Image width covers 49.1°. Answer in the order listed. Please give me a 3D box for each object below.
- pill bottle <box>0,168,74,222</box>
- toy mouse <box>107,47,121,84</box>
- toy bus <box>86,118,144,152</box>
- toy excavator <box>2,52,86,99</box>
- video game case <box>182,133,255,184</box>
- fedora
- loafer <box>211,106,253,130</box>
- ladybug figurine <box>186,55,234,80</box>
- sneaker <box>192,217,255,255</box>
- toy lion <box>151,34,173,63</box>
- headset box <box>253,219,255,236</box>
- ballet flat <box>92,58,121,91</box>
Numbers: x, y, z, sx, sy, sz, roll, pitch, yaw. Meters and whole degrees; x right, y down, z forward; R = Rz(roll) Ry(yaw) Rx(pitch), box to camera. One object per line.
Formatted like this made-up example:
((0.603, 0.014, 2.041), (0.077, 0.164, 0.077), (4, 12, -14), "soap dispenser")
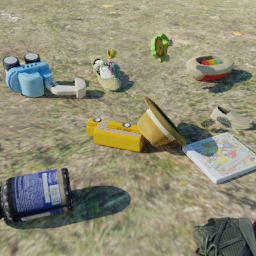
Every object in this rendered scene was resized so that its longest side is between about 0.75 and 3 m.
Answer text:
((-2.364, 1.659, 6.825), (1.939, 1.084, 1.084), (-9, 36, -13), "pill bottle")
((-0.415, -1.836, 8.430), (0.234, 1.073, 1.208), (-13, 12, -11), "toy mouse")
((-0.460, 0.218, 9.294), (1.955, 0.636, 0.765), (10, 37, 13), "toy bus")
((-3.597, -1.955, 12.063), (2.770, 1.423, 2.849), (-22, 54, -30), "toy excavator")
((2.932, 0.861, 8.731), (1.846, 0.211, 1.680), (-15, 38, -20), "video game case")
((0.938, -0.023, 9.002), (0.907, 2.224, 2.224), (-42, 37, 11), "fedora")
((3.804, -0.389, 10.253), (1.517, 0.518, 0.574), (18, 39, 24), "loafer")
((3.952, -2.879, 13.483), (2.434, 0.875, 1.652), (-10, 39, -12), "ladybug figurine")
((1.947, 2.702, 5.558), (1.310, 0.874, 2.287), (3, 32, 7), "sneaker")
((1.322, -3.314, 11.361), (0.421, 1.174, 1.225), (0, 67, 36), "toy lion")
((3.242, 2.487, 6.258), (0.722, 0.375, 0.970), (4, 37, 6), "headset box")
((-1.089, -2.597, 13.112), (0.923, 0.923, 2.612), (-13, 37, -18), "ballet flat")
